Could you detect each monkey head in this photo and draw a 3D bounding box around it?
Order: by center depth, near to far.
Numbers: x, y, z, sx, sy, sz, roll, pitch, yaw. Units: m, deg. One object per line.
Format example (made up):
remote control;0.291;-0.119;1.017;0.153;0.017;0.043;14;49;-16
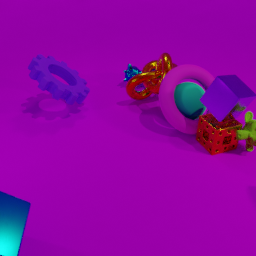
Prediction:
monkey head;3.069;0.133;7.140;0.767;1.066;0.642;-5;7;1

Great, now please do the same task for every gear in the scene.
gear;-2.132;-1.536;8.809;1.950;0.361;1.950;32;26;-18

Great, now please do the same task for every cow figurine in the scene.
cow figurine;0.746;-1.985;10.576;1.620;0.904;1.646;-13;22;-32

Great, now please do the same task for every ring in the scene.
ring;1.851;-0.837;8.106;2.072;2.072;0.414;-15;-4;-21

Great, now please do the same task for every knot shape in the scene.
knot shape;0.962;-1.780;9.346;2.021;0.934;1.891;-28;15;45

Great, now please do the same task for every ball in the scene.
ball;1.759;-0.779;8.348;1.168;1.168;1.168;0;33;0

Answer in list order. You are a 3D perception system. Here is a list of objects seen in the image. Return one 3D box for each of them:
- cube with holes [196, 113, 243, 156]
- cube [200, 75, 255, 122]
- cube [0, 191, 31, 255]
cube with holes;2.403;0.118;7.475;0.786;0.786;0.786;-12;35;-17
cube;2.488;-0.756;7.003;0.819;0.819;0.819;-11;55;-38
cube;-2.312;1.626;4.431;0.981;0.981;0.981;-35;37;30
